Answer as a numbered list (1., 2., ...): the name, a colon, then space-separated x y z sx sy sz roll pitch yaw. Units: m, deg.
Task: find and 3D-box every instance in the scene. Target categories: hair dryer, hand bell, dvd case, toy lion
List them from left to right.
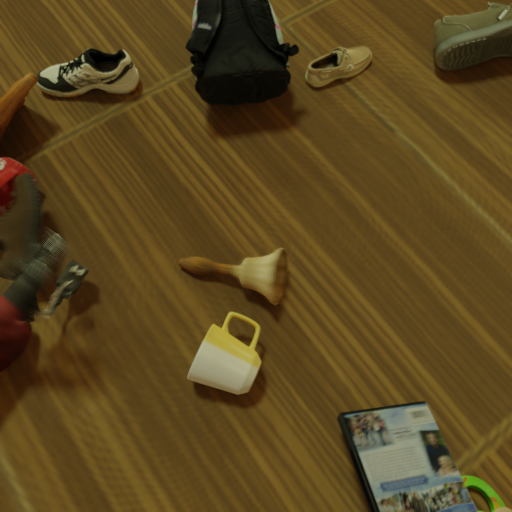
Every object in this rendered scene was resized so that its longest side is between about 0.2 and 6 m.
1. hair dryer: -3.687 0.920 7.822 0.809 2.267 2.977 36 78 5
2. hand bell: -0.456 0.229 9.131 1.748 0.910 0.910 7 64 16
3. dvd case: 2.057 2.956 7.501 1.437 0.177 2.015 -2 49 -18
4. toy lion: 2.671 3.470 7.686 1.286 0.442 1.233 -26 59 -12

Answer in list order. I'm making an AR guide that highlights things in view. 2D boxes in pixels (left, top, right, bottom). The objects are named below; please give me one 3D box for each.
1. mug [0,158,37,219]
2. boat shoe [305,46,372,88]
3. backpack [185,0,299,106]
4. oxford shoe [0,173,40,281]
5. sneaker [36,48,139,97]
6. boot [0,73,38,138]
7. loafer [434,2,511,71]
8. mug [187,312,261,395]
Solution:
1. mug: -4.319 -0.940 9.464 1.205 0.906 1.358 -2 52 40
2. boat shoe: 1.676 -3.869 11.165 1.515 0.492 0.546 -25 67 -12
3. backpack: -0.431 -4.087 10.693 2.008 1.523 2.407 -5 67 -11
4. oxford shoe: -3.866 -0.512 8.985 0.786 0.677 1.863 2 68 -20
5. sneaker: -3.327 -3.647 10.854 2.000 0.877 0.756 -5 66 -1
6. boot: -4.484 -2.189 9.674 0.825 2.270 2.411 41 65 -21
7. loafer: 4.966 -4.648 11.172 3.090 1.162 1.076 -13 69 -6
8. mug: -0.389 1.515 8.306 0.909 0.887 1.107 25 108 3
